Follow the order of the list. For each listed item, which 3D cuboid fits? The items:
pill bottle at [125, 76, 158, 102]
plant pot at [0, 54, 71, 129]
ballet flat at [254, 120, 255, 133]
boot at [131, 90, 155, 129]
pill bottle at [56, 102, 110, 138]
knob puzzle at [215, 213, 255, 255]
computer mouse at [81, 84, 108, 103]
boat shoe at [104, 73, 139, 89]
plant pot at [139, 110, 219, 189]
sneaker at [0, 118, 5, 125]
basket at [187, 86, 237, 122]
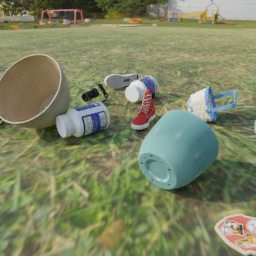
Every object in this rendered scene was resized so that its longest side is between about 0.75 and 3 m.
[{"bbox_3d":[0.687,-1.996,14.499,1.081,1.081,1.806,16,30,30],"label":"pill bottle"},{"bbox_3d":[-3.506,-1.161,11.307,2.954,1.983,2.954,-7,66,16],"label":"plant pot"},{"bbox_3d":[6.018,-0.230,10.904,2.502,0.890,0.865,-9,-2,-15],"label":"ballet flat"},{"bbox_3d":[0.657,-0.825,11.706,0.693,1.381,1.915,10,28,21],"label":"boot"},{"bbox_3d":[-1.752,-0.275,10.868,1.858,1.112,1.112,-17,31,-32],"label":"pill bottle"},{"bbox_3d":[2.653,2.360,6.419,1.392,0.193,1.392,0,26,0],"label":"knob puzzle"},{"bbox_3d":[-1.586,-1.569,13.821,1.313,0.922,0.302,-29,16,21],"label":"computer mouse"},{"bbox_3d":[-0.585,-2.868,16.772,2.340,0.874,1.085,-10,19,-35],"label":"boat shoe"},{"bbox_3d":[1.268,0.751,7.902,2.010,2.010,1.613,20,45,36],"label":"plant pot"},{"bbox_3d":[-5.902,-0.366,11.492,0.630,0.728,1.757,22,33,38],"label":"sneaker"},{"bbox_3d":[3.637,-1.069,12.014,1.973,1.372,1.740,-16,17,30],"label":"basket"}]
